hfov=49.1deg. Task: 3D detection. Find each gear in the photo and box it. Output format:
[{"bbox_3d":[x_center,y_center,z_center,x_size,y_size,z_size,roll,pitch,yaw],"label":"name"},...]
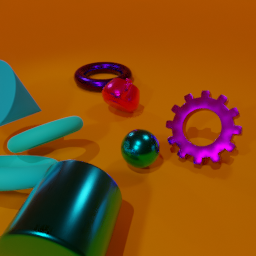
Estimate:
[{"bbox_3d":[1.617,-0.003,6.062,1.569,1.569,0.290,20,1,28],"label":"gear"}]

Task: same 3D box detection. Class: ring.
[{"bbox_3d":[-1.665,0.128,5.748,1.562,0.312,1.562,-21,1,0],"label":"ring"},{"bbox_3d":[-0.868,-1.840,9.858,2.070,0.414,2.070,0,33,0],"label":"ring"},{"bbox_3d":[-2.151,0.776,5.117,1.850,0.370,1.850,2,2,0],"label":"ring"}]

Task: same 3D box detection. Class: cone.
[{"bbox_3d":[-2.409,-0.534,6.112,1.448,1.448,1.454,20,0,28],"label":"cone"}]

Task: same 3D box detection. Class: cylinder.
[{"bbox_3d":[-0.879,1.377,3.996,1.344,1.344,1.344,7,34,11],"label":"cylinder"}]

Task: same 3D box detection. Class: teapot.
[{"bbox_3d":[-0.154,-0.967,7.872,1.106,0.871,1.778,26,-8,-8],"label":"teapot"}]

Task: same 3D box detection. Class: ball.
[{"bbox_3d":[0.252,0.424,5.820,0.815,0.815,0.815,0,33,0],"label":"ball"}]
